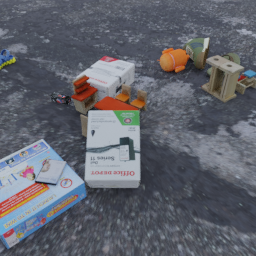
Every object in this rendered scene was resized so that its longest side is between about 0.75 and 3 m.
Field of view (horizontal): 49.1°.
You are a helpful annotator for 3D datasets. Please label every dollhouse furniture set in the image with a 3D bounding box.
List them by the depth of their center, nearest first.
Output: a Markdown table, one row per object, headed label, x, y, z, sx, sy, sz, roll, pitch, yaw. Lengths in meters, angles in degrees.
| label | x | y | z | sx | sy | sz | roll | pitch | yaw |
| --- | --- | --- | --- | --- | --- | --- | --- | --- | --- |
| dollhouse furniture set | -0.838 | -0.889 | 10.095 | 2.480 | 1.291 | 2.507 | 24 | 46 | 26 |
| dollhouse furniture set | 4.296 | -2.250 | 11.643 | 1.965 | 1.385 | 1.377 | -24 | 46 | -25 |

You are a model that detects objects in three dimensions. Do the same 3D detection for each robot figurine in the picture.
| label | x | y | z | sx | sy | sz | roll | pitch | yaw |
| --- | --- | --- | --- | --- | --- | --- | --- | --- | --- |
| robot figurine | 2.131 | -3.186 | 13.158 | 1.522 | 1.095 | 0.888 | -22 | 18 | -24 |

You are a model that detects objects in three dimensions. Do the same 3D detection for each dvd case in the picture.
| label | x | y | z | sx | sy | sz | roll | pitch | yaw |
| --- | --- | --- | --- | --- | --- | --- | --- | --- | --- |
| dvd case | -2.076 | 1.178 | 7.560 | 0.591 | 0.073 | 0.829 | 6 | 41 | 7 |

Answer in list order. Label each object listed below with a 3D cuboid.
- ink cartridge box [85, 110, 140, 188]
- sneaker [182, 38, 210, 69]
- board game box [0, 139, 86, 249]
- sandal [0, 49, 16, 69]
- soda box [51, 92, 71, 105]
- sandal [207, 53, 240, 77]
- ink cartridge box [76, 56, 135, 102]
| label | x | y | z | sx | sy | sz | roll | pitch | yaw |
| --- | --- | --- | --- | --- | --- | --- | --- | --- | --- |
| ink cartridge box | -0.405 | 0.600 | 8.013 | 1.524 | 0.864 | 2.079 | -1 | 68 | 0 |
| sneaker | 3.275 | -3.714 | 13.843 | 1.244 | 0.929 | 2.770 | 7 | 39 | 18 |
| board game box | -2.741 | 1.598 | 7.636 | 2.332 | 0.652 | 2.283 | -29 | 49 | -30 |
| sandal | -6.180 | -3.248 | 13.384 | 0.640 | 0.701 | 1.611 | 21 | 46 | 21 |
| soda box | -2.696 | -1.188 | 11.259 | 0.810 | 0.257 | 0.287 | 17 | 44 | 20 |
| sandal | 4.569 | -3.013 | 13.097 | 0.948 | 0.681 | 2.388 | 28 | 47 | 29 |
| ink cartridge box | -0.905 | -2.042 | 11.763 | 1.558 | 0.904 | 2.160 | 20 | 44 | 22 |
